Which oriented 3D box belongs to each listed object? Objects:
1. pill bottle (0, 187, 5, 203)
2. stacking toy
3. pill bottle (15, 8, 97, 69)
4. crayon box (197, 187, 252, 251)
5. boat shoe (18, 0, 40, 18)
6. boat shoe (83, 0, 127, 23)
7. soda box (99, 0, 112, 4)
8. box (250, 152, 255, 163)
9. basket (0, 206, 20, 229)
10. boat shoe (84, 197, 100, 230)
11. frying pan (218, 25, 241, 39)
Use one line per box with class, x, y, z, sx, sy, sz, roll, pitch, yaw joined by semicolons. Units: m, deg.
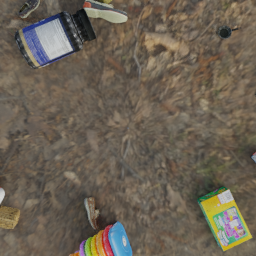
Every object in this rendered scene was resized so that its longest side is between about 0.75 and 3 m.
pill bottle;-5.871;1.925;9.413;2.960;1.715;1.715;37;88;2
stacking toy;-1.160;4.261;9.692;2.355;1.367;1.292;-23;84;13
pill bottle;-2.470;-3.167;9.818;2.536;1.418;1.418;-24;87;-2
crayon box;3.394;3.198;9.922;1.123;0.551;1.890;-25;87;-1
boat shoe;-3.687;-4.548;10.431;0.366;0.330;1.018;43;88;2
boat shoe;-0.824;-4.324;10.307;1.701;0.605;0.532;12;73;3
soda box;-1.469;-5.809;10.238;0.898;0.848;2.651;-44;87;-2
box;5.414;1.768;9.621;0.414;1.312;2.384;-43;88;-2
basket;-4.341;3.236;10.082;0.762;0.568;0.544;10;120;0
boat shoe;-1.216;3.037;10.002;0.420;0.443;1.171;-17;89;-3
frying pan;3.750;-3.676;10.488;0.847;0.138;0.512;-37;88;-4
